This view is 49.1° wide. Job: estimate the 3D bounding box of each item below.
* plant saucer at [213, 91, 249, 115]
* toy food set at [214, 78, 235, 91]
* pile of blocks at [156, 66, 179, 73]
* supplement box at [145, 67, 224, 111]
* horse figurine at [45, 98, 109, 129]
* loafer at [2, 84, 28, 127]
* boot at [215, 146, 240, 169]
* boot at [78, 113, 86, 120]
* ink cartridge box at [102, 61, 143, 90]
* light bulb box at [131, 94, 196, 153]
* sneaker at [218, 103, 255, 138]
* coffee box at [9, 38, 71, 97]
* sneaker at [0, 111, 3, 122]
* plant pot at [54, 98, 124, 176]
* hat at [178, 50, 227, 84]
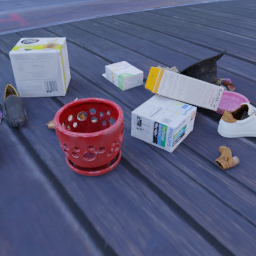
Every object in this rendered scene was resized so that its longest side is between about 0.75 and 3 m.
[{"bbox_3d":[4.178,-1.016,11.801,1.697,0.430,1.697,0,34,0],"label":"plant saucer"},{"bbox_3d":[4.723,-2.147,13.580,0.870,0.216,1.368,-8,36,-11],"label":"toy food set"},{"bbox_3d":[1.790,-2.449,13.402,2.034,0.835,0.632,-12,60,-51],"label":"pile of blocks"},{"bbox_3d":[2.151,-1.566,11.056,2.617,0.962,1.649,15,12,-10],"label":"supplement box"},{"bbox_3d":[-1.740,-0.217,10.438,2.425,0.605,1.607,27,56,24],"label":"horse figurine"},{"bbox_3d":[-4.652,-0.915,11.249,0.898,0.892,2.467,-17,39,-24],"label":"loafer"},{"bbox_3d":[3.089,0.978,9.136,0.685,0.338,0.882,-20,47,-19],"label":"boot"},{"bbox_3d":[-1.769,-0.408,11.044,0.704,0.335,0.910,17,51,24],"label":"boot"},{"bbox_3d":[-0.322,-2.707,13.945,1.216,0.699,2.076,-22,41,-27],"label":"ink cartridge box"},{"bbox_3d":[1.282,-0.234,10.126,1.718,1.072,1.702,23,41,29],"label":"light bulb box"},{"bbox_3d":[4.718,-0.344,10.240,2.741,1.160,0.998,-7,34,-12],"label":"sneaker"},{"bbox_3d":[-3.915,-2.840,12.909,2.100,2.103,2.080,-1,35,-2],"label":"coffee box"},{"bbox_3d":[-5.180,-0.490,11.136,0.310,0.341,0.772,-6,34,-6],"label":"sneaker"},{"bbox_3d":[-1.135,0.335,8.655,2.030,1.848,2.030,0,35,0],"label":"plant pot"},{"bbox_3d":[3.468,-2.441,12.853,2.876,1.160,2.876,-27,-1,-1],"label":"hat"}]
